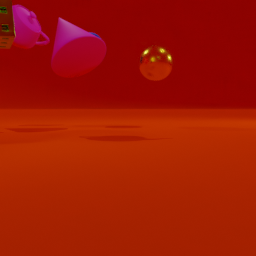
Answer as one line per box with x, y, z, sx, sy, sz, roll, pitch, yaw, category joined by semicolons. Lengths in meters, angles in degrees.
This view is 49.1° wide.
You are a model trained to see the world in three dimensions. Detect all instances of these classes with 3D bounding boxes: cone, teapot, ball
-1.679;-2.581;7.996;1.605;1.611;1.605;-25;-20;-10;cone
-2.454;-2.386;6.381;0.774;0.983;1.581;-31;-37;20;teapot
0.887;-2.064;8.927;1.102;1.102;1.102;0;4;0;ball

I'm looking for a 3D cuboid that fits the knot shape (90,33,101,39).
-1.537;-2.874;9.785;1.339;1.431;0.661;3;-6;-11;knot shape

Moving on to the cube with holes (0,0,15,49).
-2.179;-1.673;4.213;0.757;0.757;0.757;-6;4;-28;cube with holes
